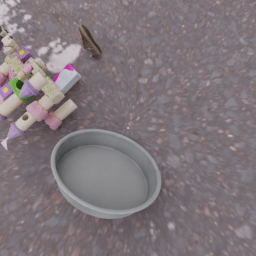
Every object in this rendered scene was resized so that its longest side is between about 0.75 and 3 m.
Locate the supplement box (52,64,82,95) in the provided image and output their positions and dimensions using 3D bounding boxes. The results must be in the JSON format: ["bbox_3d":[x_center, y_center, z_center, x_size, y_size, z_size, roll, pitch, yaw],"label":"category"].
[{"bbox_3d":[-1.939,-1.473,8.647,0.884,0.457,0.447,-44,81,6],"label":"supplement box"}]

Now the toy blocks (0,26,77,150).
[{"bbox_3d":[-3.120,-0.945,7.547,2.078,2.469,2.307,-40,72,0],"label":"toy blocks"}]

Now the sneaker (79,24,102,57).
[{"bbox_3d":[-1.301,-2.721,8.933,0.432,1.143,0.403,-22,39,19],"label":"sneaker"}]

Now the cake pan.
[{"bbox_3d":[-0.546,1.094,7.037,2.786,0.511,2.786,15,35,-11],"label":"cake pan"}]
